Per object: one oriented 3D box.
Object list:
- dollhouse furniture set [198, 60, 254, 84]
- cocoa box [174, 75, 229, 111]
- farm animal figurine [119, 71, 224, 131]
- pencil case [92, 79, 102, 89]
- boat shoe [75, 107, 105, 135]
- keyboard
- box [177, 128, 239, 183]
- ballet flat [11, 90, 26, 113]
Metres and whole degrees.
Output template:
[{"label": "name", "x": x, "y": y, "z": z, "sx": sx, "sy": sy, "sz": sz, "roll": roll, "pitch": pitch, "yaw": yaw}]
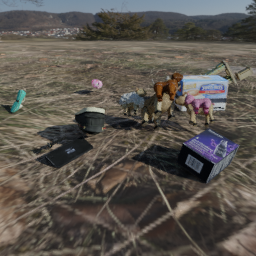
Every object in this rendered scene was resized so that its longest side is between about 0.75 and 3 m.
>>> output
[{"label": "dollhouse furniture set", "x": 4.087, "y": -2.466, "z": 12.304, "sx": 1.916, "sy": 1.065, "sz": 1.695, "roll": -29, "pitch": 14, "yaw": 10}, {"label": "cocoa box", "x": 2.767, "y": -1.366, "z": 10.749, "sx": 1.749, "sy": 1.147, "sz": 1.166, "roll": -1, "pitch": 21, "yaw": -3}, {"label": "farm animal figurine", "x": 1.237, "y": -0.788, "z": 8.186, "sx": 2.283, "sy": 1.203, "sz": 2.308, "roll": -23, "pitch": -39, "yaw": 37}, {"label": "pencil case", "x": -1.379, "y": -1.972, "z": 12.563, "sx": 0.387, "sy": 0.387, "sz": 0.885, "roll": 1, "pitch": 4, "yaw": 2}, {"label": "boat shoe", "x": -1.090, "y": -0.136, "z": 7.785, "sx": 0.763, "sy": 0.653, "sz": 2.085, "roll": 4, "pitch": -3, "yaw": -16}, {"label": "keyboard", "x": -1.529, "y": 0.510, "z": 6.953, "sx": 0.790, "sy": 0.128, "sz": 1.244, "roll": 40, "pitch": 40, "yaw": 18}, {"label": "box", "x": 1.773, "y": 0.579, "z": 6.220, "sx": 0.829, "sy": 0.585, "sz": 1.121, "roll": 34, "pitch": 40, "yaw": 31}, {"label": "ballet flat", "x": -3.968, "y": -0.940, "z": 10.241, "sx": 0.307, "sy": 0.911, "sz": 0.321, "roll": 23, "pitch": 1, "yaw": 40}]
